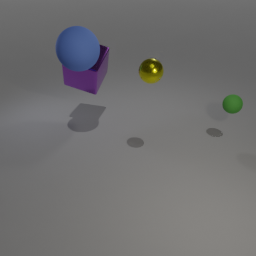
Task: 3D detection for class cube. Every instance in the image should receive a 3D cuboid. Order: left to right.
[{"bbox_3d":[-1.652,-2.430,11.057,1.400,1.400,1.400,18,58,3],"label":"cube"}]

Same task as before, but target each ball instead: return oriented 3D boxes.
[{"bbox_3d":[-1.602,-2.524,8.965,1.400,1.400,1.400,0,29,0],"label":"ball"},{"bbox_3d":[0.644,-1.588,7.818,0.700,0.700,0.700,0,29,0],"label":"ball"},{"bbox_3d":[3.792,-0.868,10.157,0.700,0.700,0.700,0,29,0],"label":"ball"}]
